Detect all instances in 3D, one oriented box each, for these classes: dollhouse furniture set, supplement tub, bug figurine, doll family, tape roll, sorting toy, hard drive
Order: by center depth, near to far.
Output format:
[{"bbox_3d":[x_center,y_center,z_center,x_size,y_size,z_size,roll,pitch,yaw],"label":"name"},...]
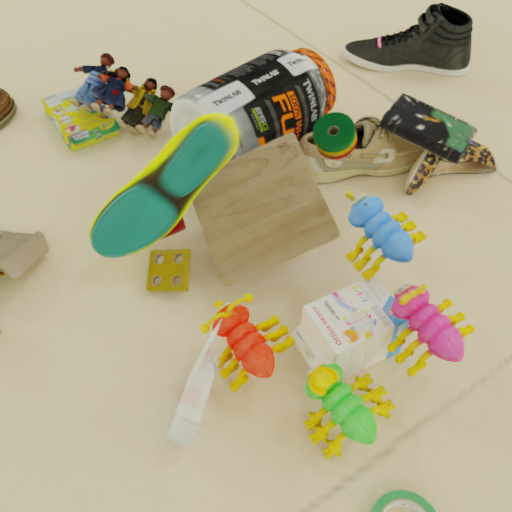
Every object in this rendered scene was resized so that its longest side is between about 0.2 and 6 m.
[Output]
[{"bbox_3d":[1.672,3.075,6.304,0.807,0.194,0.807,0,49,1],"label":"tape roll"},{"bbox_3d":[1.131,0.787,7.118,3.436,0.884,2.665,-39,68,-7],"label":"bug figurine"},{"bbox_3d":[-4.333,0.675,8.252,1.472,1.137,2.946,5,29,13],"label":"dollhouse furniture set"},{"bbox_3d":[-0.003,-0.603,8.729,3.894,0.659,1.877,-24,68,6],"label":"sorting toy"},{"bbox_3d":[3.049,-2.261,9.895,1.514,0.286,1.058,29,48,13],"label":"hard drive"},{"bbox_3d":[0.026,-2.642,10.273,2.877,1.763,1.763,-36,58,-26],"label":"supplement tub"},{"bbox_3d":[-2.577,-3.212,11.026,2.201,0.864,1.272,26,80,-13],"label":"doll family"}]

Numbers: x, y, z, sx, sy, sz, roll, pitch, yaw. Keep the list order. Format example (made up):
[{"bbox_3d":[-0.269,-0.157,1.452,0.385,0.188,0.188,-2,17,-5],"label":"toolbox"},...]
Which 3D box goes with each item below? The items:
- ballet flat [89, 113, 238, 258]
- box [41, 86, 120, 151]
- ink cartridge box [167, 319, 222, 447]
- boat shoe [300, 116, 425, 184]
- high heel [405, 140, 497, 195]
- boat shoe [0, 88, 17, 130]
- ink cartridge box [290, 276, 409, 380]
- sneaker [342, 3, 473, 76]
[{"bbox_3d":[-1.332,-1.050,8.316,2.865,0.957,0.960,-41,22,20],"label":"ballet flat"},{"bbox_3d":[-3.498,-2.752,11.271,1.050,0.433,1.789,-25,51,-21],"label":"box"},{"bbox_3d":[-0.636,1.531,6.786,0.303,1.283,1.027,25,39,-6],"label":"ink cartridge box"},{"bbox_3d":[2.096,-2.060,10.337,2.742,0.891,0.989,-11,50,-10],"label":"boat shoe"},{"bbox_3d":[3.549,-1.492,10.137,1.306,0.654,1.833,36,68,4],"label":"high heel"},{"bbox_3d":[-6.225,-2.666,10.749,3.145,1.069,1.132,-32,56,-25],"label":"boat shoe"},{"bbox_3d":[1.240,1.043,7.645,1.350,0.846,0.868,-22,52,-19],"label":"ink cartridge box"},{"bbox_3d":[3.423,-4.932,12.502,2.904,1.440,1.027,8,51,8],"label":"sneaker"}]
